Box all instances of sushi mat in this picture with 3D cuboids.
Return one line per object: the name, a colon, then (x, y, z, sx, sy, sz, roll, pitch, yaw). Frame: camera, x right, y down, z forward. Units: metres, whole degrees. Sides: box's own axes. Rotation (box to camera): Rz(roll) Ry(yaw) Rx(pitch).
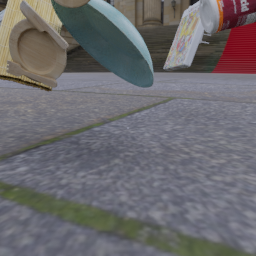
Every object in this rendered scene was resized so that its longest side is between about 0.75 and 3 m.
sushi mat: (-2.140, -2.039, 6.189, 1.265, 2.644, 0.160, 14, -32, -25)

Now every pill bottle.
pill bottle: (2.917, -3.210, 7.336, 1.835, 1.048, 1.048, -16, 14, -1)

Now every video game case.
video game case: (2.131, -3.324, 10.143, 0.281, 2.457, 2.236, 19, 4, -13)

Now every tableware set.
tableware set: (-1.663, -2.107, 4.165, 2.368, 2.835, 0.329, 34, 31, -1)

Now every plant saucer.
plant saucer: (-0.410, -1.987, 6.117, 2.791, 0.537, 2.791, 38, -8, 6)

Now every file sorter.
file sorter: (2.981, -4.235, 11.575, 0.833, 1.338, 0.929, -10, 28, -41)

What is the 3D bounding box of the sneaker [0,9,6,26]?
sneaker: (-3.163, -3.068, 7.661, 1.136, 0.402, 0.415, -33, 49, -6)
